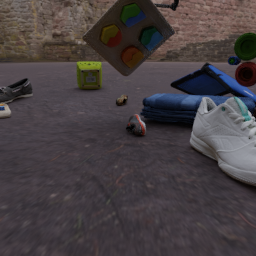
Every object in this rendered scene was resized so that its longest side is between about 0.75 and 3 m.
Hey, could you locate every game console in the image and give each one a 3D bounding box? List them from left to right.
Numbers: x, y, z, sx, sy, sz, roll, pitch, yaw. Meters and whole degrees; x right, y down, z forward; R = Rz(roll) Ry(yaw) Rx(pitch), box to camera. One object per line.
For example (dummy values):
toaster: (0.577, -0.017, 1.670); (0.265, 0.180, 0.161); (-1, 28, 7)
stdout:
game console: (3.080, -1.091, 9.563); (2.480, 1.468, 2.117); (12, 35, -41)

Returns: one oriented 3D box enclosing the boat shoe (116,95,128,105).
boat shoe: (-0.172, -1.032, 10.596); (0.305, 0.312, 0.825); (12, 27, 20)

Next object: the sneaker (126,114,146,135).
sneaker: (0.121, -0.087, 7.060); (0.417, 0.392, 1.017); (-10, 17, -13)

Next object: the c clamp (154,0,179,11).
c clamp: (0.763, -3.461, 7.539); (1.496, 1.278, 0.203); (17, 65, 34)

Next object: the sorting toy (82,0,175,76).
sorting toy: (0.064, -2.522, 7.690); (1.860, 2.009, 0.366); (36, 24, -38)

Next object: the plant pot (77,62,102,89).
plant pot: (-2.003, -2.715, 14.724); (1.357, 1.350, 1.231); (-3, 23, -10)

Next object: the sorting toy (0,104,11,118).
sorting toy: (-4.856, -0.535, 8.712); (2.168, 0.319, 1.603); (-7, 17, -25)

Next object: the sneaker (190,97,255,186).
sneaker: (1.960, 0.089, 4.869); (1.026, 1.207, 2.727); (-5, 17, -21)

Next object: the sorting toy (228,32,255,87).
sorting toy: (3.229, -1.833, 7.597); (0.843, 1.403, 0.576); (11, 18, 38)

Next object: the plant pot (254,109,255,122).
plant pot: (4.802, -1.403, 7.150); (2.659, 2.844, 2.659); (1, 16, 0)

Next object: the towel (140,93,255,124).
towel: (1.973, -0.520, 7.958); (2.961, 0.718, 1.653); (6, 16, 23)

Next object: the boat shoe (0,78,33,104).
boat shoe: (-4.843, -1.518, 11.359); (0.906, 0.772, 2.709); (4, 16, 14)
